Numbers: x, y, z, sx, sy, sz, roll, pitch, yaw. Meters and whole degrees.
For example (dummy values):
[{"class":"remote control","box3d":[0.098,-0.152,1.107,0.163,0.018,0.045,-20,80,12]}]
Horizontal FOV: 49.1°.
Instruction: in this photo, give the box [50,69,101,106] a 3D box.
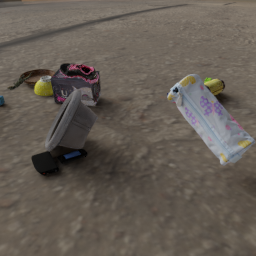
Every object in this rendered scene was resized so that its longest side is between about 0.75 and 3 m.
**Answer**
[{"class":"box","box3d":[-2.361,-1.866,12.885,1.988,1.314,1.141,6,36,10]}]

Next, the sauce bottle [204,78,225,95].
[{"class":"sauce bottle","box3d":[3.664,-1.750,13.233,2.316,0.749,0.749,-23,38,-35]}]

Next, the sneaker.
[{"class":"sneaker","box3d":[-1.658,-1.957,9.334,1.378,0.657,0.544,14,71,7]}]

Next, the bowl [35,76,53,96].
[{"class":"bowl","box3d":[-4.052,-2.190,14.005,1.306,0.703,1.306,-1,31,0]}]

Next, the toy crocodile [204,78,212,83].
[{"class":"toy crocodile","box3d":[4.277,-2.510,14.988,0.284,0.260,0.842,14,30,23]}]

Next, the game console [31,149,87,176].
[{"class":"game console","box3d":[-2.237,1.000,9.296,1.742,0.210,1.028,-16,35,-25]}]

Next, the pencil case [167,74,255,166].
[{"class":"pencil case","box3d":[2.501,-0.291,8.639,2.945,1.224,1.336,53,16,13]}]

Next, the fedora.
[{"class":"fedora","box3d":[-1.866,-0.087,9.706,1.190,2.331,2.636,28,-16,-18]}]

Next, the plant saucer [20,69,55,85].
[{"class":"plant saucer","box3d":[-4.880,-2.733,15.226,1.880,0.344,1.880,0,32,0]}]

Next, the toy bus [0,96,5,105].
[{"class":"toy bus","box3d":[-6.949,-1.341,12.075,2.472,1.277,2.332,1,32,1]}]

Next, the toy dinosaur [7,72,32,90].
[{"class":"toy dinosaur","box3d":[-3.451,-1.533,9.026,0.945,0.224,0.416,-37,34,2]}]
